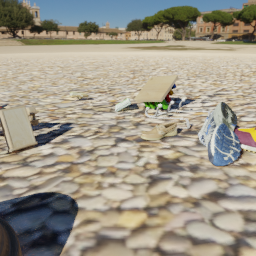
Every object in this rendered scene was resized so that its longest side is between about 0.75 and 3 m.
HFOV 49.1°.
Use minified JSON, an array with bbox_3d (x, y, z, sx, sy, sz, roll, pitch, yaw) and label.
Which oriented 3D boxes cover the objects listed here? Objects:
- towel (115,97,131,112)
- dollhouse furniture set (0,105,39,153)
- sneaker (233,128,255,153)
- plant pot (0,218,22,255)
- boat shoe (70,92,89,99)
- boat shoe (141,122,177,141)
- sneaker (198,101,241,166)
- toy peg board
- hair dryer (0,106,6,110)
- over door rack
[{"bbox_3d":[-0.206,-0.898,10.511,0.659,0.136,0.884,-28,17,6],"label":"towel"},{"bbox_3d":[-3.360,0.196,7.402,1.789,1.024,2.097,-17,1,-43],"label":"dollhouse furniture set"},{"bbox_3d":[3.662,0.028,6.614,2.473,1.114,0.927,7,20,20],"label":"sneaker"},{"bbox_3d":[-2.407,1.300,2.779,2.498,1.153,2.498,1,18,0],"label":"plant pot"},{"bbox_3d":[-2.082,-1.359,11.921,0.824,0.274,0.305,4,-7,-25],"label":"boat shoe"},{"bbox_3d":[0.855,0.066,7.674,1.171,0.378,0.417,-12,22,-32],"label":"boat shoe"},{"bbox_3d":[2.114,0.258,6.689,0.776,0.858,2.014,39,41,-9],"label":"sneaker"},{"bbox_3d":[1.136,-1.261,10.302,1.284,0.628,1.278,6,51,46],"label":"toy peg board"},{"bbox_3d":[-4.969,-0.717,10.271,1.165,0.416,1.530,12,17,-24],"label":"hair dryer"},{"bbox_3d":[1.654,-0.568,9.259,1.326,0.598,1.795,-17,25,-39],"label":"over door rack"}]
